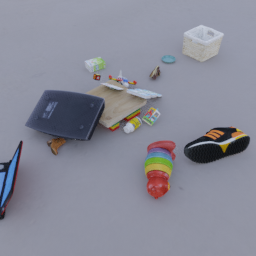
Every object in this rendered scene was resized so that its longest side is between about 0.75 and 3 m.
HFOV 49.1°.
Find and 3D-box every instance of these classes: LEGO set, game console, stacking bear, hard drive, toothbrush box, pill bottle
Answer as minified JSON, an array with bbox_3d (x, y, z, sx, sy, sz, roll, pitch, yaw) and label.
[{"bbox_3d":[-0.042,-2.080,12.821,2.972,0.729,2.220,21,17,21],"label":"LEGO set"},{"bbox_3d":[-4.343,1.655,8.995,1.940,1.336,2.251,-5,43,-6],"label":"game console"},{"bbox_3d":[1.058,1.468,9.511,1.047,1.118,1.841,2,50,11],"label":"stacking bear"},{"bbox_3d":[-2.442,-0.499,11.109,2.970,0.629,2.003,10,65,25],"label":"hard drive"},{"bbox_3d":[-1.759,-3.425,15.104,0.923,0.398,0.672,-23,47,-20],"label":"toothbrush box"},{"bbox_3d":[0.178,-0.105,11.543,0.420,0.420,0.755,31,51,29],"label":"pill bottle"}]

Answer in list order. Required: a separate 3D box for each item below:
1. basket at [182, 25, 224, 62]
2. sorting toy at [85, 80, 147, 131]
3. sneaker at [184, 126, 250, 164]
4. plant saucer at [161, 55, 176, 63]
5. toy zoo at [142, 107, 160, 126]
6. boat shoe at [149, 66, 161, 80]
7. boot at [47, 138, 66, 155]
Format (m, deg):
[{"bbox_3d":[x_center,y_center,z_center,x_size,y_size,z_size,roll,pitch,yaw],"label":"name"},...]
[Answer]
[{"bbox_3d":[4.181,-4.776,15.863,1.650,1.327,1.635,-31,51,-29],"label":"basket"},{"bbox_3d":[-0.766,-0.926,12.145,2.256,0.785,2.242,-34,52,-31],"label":"sorting toy"},{"bbox_3d":[3.183,0.535,10.616,2.655,0.928,1.195,-10,33,-14],"label":"sneaker"},{"bbox_3d":[2.273,-3.840,15.733,0.797,0.143,0.797,-1,43,0],"label":"plant saucer"},{"bbox_3d":[1.020,-0.525,11.832,0.499,0.078,0.761,37,86,12],"label":"toy zoo"},{"bbox_3d":[1.475,-2.850,14.552,0.434,0.435,1.207,38,36,-5],"label":"boat shoe"},{"bbox_3d":[-2.701,0.675,10.845,0.638,0.315,0.822,-20,40,-26],"label":"boot"}]
